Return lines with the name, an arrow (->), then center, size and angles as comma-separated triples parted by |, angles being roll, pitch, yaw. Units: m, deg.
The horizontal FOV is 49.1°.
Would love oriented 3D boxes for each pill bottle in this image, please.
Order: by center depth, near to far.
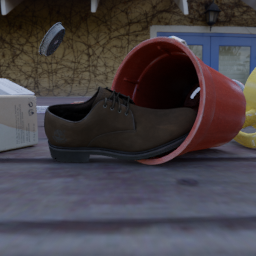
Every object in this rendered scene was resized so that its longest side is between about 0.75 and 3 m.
pill bottle -> 3.234, -0.978, 9.937 | 1.570, 1.570, 2.758 | 5, 9, 33

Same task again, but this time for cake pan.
cake pan -> -2.436, -2.842, 9.115 | 0.224, 1.222, 1.222 | 35, 6, -5

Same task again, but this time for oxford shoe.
oxford shoe -> -0.103, -0.114, 4.397 | 2.559, 1.080, 0.930 | -6, 30, 2

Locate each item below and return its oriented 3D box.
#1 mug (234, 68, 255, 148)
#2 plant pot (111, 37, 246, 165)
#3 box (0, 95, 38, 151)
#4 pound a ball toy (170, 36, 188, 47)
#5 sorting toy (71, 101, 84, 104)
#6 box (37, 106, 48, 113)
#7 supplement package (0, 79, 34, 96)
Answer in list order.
mug -> 3.685, -0.313, 5.867 | 2.020, 2.522, 2.071 | 31, 11, -13
plant pot -> 1.030, -0.385, 5.057 | 1.942, 1.997, 1.997 | 4, 3, -43
box -> -3.111, -0.052, 5.012 | 1.286, 1.053, 2.709 | 5, 9, 32
pound a ball toy -> 1.835, -3.371, 11.833 | 1.056, 0.688, 1.619 | -29, 26, 5
sorting toy -> -0.434, -0.350, 7.986 | 2.435, 0.847, 2.420 | 1, 8, 12
box -> -3.971, -0.926, 14.109 | 1.755, 0.340, 0.364 | -1, 8, -8
supplement package -> -4.081, -0.836, 9.019 | 1.187, 1.202, 1.982 | 27, 7, -4
